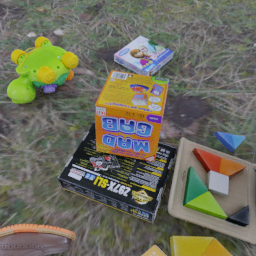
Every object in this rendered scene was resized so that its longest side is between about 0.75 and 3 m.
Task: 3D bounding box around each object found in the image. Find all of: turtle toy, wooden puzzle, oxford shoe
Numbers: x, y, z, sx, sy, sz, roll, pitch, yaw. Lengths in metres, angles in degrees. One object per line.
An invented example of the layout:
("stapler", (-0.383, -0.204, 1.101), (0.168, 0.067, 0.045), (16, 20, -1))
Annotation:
("turtle toy", (-2.373, -1.488, 7.617), (1.530, 1.061, 2.099), (34, 60, 25))
("wooden puzzle", (1.761, 1.172, 5.505), (2.005, 0.348, 2.972), (16, 55, -9))
("oxford shoe", (-2.167, 2.212, 4.664), (2.579, 0.920, 0.940), (-4, 57, -13))

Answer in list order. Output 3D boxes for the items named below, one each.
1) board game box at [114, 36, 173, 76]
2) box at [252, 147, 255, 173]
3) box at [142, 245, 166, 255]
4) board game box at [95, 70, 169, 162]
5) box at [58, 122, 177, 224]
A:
("board game box", (0.490, -2.248, 8.765), (1.333, 0.275, 1.336), (33, 58, 23))
("box", (2.757, 0.805, 5.136), (0.336, 2.071, 1.255), (0, 47, 38))
("box", (0.593, 2.885, 3.458), (1.409, 1.104, 2.266), (-29, 32, -24))
("board game box", (0.096, -0.264, 5.858), (1.260, 1.259, 1.259), (10, 43, 7))
("box", (-0.169, 0.864, 6.057), (2.088, 0.515, 1.667), (17, 53, 14))
